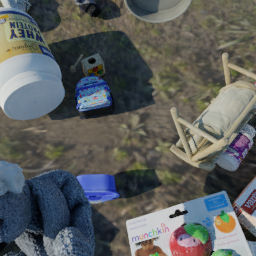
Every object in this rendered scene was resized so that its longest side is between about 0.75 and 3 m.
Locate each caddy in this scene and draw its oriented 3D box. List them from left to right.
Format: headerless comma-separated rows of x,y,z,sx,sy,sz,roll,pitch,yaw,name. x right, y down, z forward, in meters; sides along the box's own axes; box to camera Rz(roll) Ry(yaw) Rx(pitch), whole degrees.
-0.842,1.642,7.309,1.230,0.869,0.646,-1,62,-1,caddy

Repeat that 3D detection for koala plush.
-1.724,1.235,4.255,1.735,1.956,1.798,-29,47,26,koala plush

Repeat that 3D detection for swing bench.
2.340,-0.257,7.316,1.463,2.255,2.243,35,71,24,swing bench

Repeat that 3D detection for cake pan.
0.645,-2.893,6.005,1.473,1.473,0.270,3,66,1,cake pan

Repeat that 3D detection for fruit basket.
1.413,3.110,6.242,2.727,1.380,2.944,-20,59,11,fruit basket

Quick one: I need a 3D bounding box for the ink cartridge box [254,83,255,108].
4.632,-0.447,7.659,1.060,1.845,2.542,-23,69,-10,ink cartridge box

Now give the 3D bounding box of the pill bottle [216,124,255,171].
3.029,0.498,7.873,0.733,0.733,1.306,35,71,14,pill bottle

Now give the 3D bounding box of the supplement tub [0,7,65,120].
-3.176,-1.840,8.167,2.026,2.026,2.806,-26,69,-11,supplement tub

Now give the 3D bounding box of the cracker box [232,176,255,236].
4.000,2.243,6.806,1.686,0.726,2.517,-38,63,-26,cracker box

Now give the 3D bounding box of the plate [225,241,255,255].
3.509,4.018,6.519,2.524,0.409,2.530,3,66,0,plate

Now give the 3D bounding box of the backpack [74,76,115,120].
-1.060,-1.040,8.478,1.170,0.862,1.281,-10,66,-4,backpack

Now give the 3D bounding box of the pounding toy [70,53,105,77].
-1.277,-1.902,8.820,1.018,0.894,0.466,-25,69,-11,pounding toy

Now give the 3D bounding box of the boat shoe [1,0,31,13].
-3.996,-4.537,9.982,0.884,0.866,2.481,-27,66,-7,boat shoe

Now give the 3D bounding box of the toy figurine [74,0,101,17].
-1.095,-5.255,9.550,2.230,2.266,1.576,-43,84,-12,toy figurine
